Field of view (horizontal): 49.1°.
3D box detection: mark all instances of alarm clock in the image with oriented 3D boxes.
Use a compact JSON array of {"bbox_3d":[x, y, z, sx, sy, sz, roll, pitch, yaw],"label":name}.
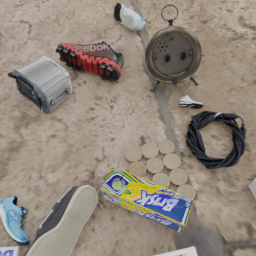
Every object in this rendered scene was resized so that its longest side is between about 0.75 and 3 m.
[{"bbox_3d":[1.551,-2.841,9.828,1.952,0.963,2.894,-5,97,11],"label":"alarm clock"}]

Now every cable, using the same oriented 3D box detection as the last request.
[{"bbox_3d":[2.757,0.298,8.889,1.831,0.570,2.245,17,58,12],"label":"cable"}]

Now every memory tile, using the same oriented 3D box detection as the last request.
[{"bbox_3d":[0.888,1.372,8.377,1.650,0.181,2.153,-13,57,-8],"label":"memory tile"}]

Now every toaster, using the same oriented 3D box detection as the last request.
[{"bbox_3d":[-2.987,-1.600,9.828,2.151,1.222,1.389,36,59,22],"label":"toaster"}]

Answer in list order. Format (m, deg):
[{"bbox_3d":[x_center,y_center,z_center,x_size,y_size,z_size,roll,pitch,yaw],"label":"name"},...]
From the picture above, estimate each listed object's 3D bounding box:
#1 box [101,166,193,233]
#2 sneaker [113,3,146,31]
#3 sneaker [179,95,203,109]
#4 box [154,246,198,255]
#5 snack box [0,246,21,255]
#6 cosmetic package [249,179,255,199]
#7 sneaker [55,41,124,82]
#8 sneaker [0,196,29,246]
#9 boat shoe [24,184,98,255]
[{"bbox_3d":[0.483,1.887,7.432,2.306,0.808,0.741,20,59,15],"label":"box"},{"bbox_3d":[0.021,-4.943,12.519,0.761,0.754,2.099,-2,41,-41],"label":"sneaker"},{"bbox_3d":[2.245,-0.966,9.912,0.842,0.318,0.484,6,57,7],"label":"sneaker"},{"bbox_3d":[0.319,3.714,6.047,2.620,1.328,1.474,-9,55,-6],"label":"box"},{"bbox_3d":[-3.808,3.402,6.914,2.141,0.260,0.770,-3,53,-1],"label":"snack box"},{"bbox_3d":[4.241,2.359,7.454,0.926,0.568,2.244,-12,56,-8],"label":"cosmetic package"},{"bbox_3d":[-1.368,-2.751,10.749,2.767,0.978,1.352,21,58,11],"label":"sneaker"},{"bbox_3d":[-2.959,2.400,7.440,0.670,0.584,1.491,-28,60,-22],"label":"sneaker"},{"bbox_3d":[-1.837,2.657,7.279,0.862,0.998,2.748,0,48,51],"label":"boat shoe"}]
